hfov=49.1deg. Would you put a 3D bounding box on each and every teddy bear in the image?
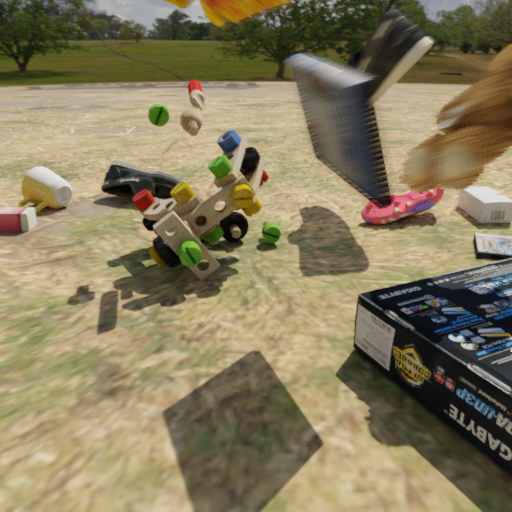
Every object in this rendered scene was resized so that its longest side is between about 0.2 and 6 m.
[{"bbox_3d":[2.933,-1.658,6.988,2.606,0.870,1.890,-50,14,-29],"label":"teddy bear"}]

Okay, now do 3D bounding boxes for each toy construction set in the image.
[{"bbox_3d":[-0.872,-1.100,9.107,2.527,3.030,2.328,-10,27,-4],"label":"toy construction set"}]

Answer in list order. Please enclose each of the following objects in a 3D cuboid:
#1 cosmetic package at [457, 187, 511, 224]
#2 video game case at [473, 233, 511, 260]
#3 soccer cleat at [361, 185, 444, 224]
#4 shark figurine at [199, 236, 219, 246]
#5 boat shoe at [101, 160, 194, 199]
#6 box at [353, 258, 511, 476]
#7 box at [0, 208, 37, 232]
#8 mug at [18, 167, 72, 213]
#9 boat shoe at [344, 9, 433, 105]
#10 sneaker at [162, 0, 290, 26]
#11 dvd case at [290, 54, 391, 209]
[{"bbox_3d":[4.949,-1.124,12.131,0.688,0.501,1.354,-1,23,-3],"label":"cosmetic package"},{"bbox_3d":[4.465,-0.150,10.149,0.940,0.133,1.041,7,23,16],"label":"video game case"},{"bbox_3d":[3.109,-1.024,11.862,2.004,0.766,0.669,-24,53,-15],"label":"soccer cleat"},{"bbox_3d":[-1.243,-0.592,10.714,1.394,0.582,0.833,9,22,17],"label":"shark figurine"},{"bbox_3d":[-2.510,-1.540,13.095,2.395,0.860,0.810,16,65,18],"label":"boat shoe"},{"bbox_3d":[3.335,0.962,6.387,3.511,0.808,2.791,-10,24,-24],"label":"box"},{"bbox_3d":[-4.863,-0.734,11.268,0.718,0.391,0.459,0,22,-1],"label":"box"},{"bbox_3d":[-4.695,-1.380,12.650,0.892,1.086,0.870,22,-3,26],"label":"mug"},{"bbox_3d":[2.386,-3.841,11.917,1.182,1.113,3.291,-48,2,-23],"label":"boat shoe"},{"bbox_3d":[-0.057,-2.563,5.317,2.068,0.798,0.755,22,16,36],"label":"sneaker"},{"bbox_3d":[0.942,-1.506,6.494,0.173,1.406,1.970,-23,31,-5],"label":"dvd case"}]
